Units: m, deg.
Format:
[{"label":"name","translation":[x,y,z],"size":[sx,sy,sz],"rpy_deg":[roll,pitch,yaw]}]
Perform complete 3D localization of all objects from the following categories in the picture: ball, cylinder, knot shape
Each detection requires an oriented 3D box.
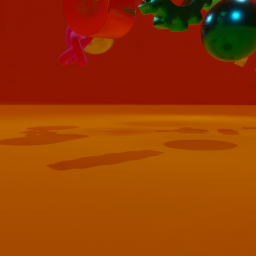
[{"label":"ball","translation":[2.042,-1.916,5.491],"size":[1.208,1.208,1.208],"rpy_deg":[0,5,0]},{"label":"cylinder","translation":[-0.634,-2.725,6.450],"size":[1.242,1.242,1.242],"rpy_deg":[3,15,29]},{"label":"knot shape","translation":[-1.418,-2.151,7.545],"size":[0.643,1.391,1.302],"rpy_deg":[17,-34,-26]},{"label":"ball","translation":[-1.063,-3.088,9.013],"size":[1.387,1.387,1.387],"rpy_deg":[0,5,0]}]

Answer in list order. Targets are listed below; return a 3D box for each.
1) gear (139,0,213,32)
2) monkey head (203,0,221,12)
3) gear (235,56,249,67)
[{"label":"gear","translation":[0.761,-2.316,4.397],"size":[1.495,1.495,0.276],"rpy_deg":[-3,15,-34]},{"label":"monkey head","translation":[2.757,-3.598,8.330],"size":[1.010,1.206,1.677],"rpy_deg":[-33,-13,-26]},{"label":"gear","translation":[3.384,-2.354,7.727],"size":[0.241,1.303,1.303],"rpy_deg":[28,12,13]}]
